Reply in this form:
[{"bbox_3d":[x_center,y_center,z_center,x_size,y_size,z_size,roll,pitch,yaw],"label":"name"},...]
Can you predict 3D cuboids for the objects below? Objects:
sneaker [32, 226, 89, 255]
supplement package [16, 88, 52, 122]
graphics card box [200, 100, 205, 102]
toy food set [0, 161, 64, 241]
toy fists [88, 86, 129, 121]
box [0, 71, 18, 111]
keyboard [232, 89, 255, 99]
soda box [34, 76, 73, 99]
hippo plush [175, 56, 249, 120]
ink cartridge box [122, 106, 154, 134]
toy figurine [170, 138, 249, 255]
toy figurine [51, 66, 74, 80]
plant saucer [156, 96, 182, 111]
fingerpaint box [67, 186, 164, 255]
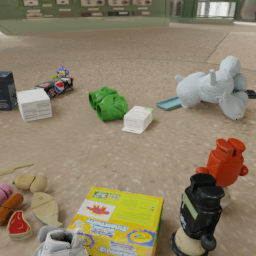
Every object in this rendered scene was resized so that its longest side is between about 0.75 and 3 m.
[{"bbox_3d":[-1.518,2.241,4.539,1.897,1.090,0.713,-11,29,-21],"label":"sneaker"},{"bbox_3d":[-3.733,-0.945,11.131,1.087,0.774,1.396,-13,30,-23],"label":"supplement package"},{"bbox_3d":[3.818,-1.597,12.635,1.410,0.359,0.885,-12,28,1],"label":"graphics card box"},{"bbox_3d":[-2.475,1.724,6.441,1.468,0.364,2.310,-13,37,-23],"label":"toy food set"},{"bbox_3d":[-0.764,-1.052,11.324,1.209,0.816,2.372,-10,27,-19],"label":"toy fists"},{"bbox_3d":[-5.292,-1.524,11.501,1.095,1.475,0.790,1,27,0],"label":"box"},{"bbox_3d":[5.040,-1.680,13.188,1.852,0.238,1.112,2,27,1],"label":"keyboard"},{"bbox_3d":[-3.440,-1.889,13.171,0.676,0.605,1.912,15,31,27],"label":"soda box"},{"bbox_3d":[3.193,-1.314,11.109,2.331,2.309,2.899,-10,17,44],"label":"hippo plush"},{"bbox_3d":[0.363,-0.324,10.258,0.799,0.459,1.364,11,29,20],"label":"ink cartridge box"},{"bbox_3d":[2.288,1.625,5.222,2.526,1.785,2.566,20,31,23],"label":"toy figurine"},{"bbox_3d":[-3.534,-2.997,15.160,1.294,0.775,0.682,12,29,20],"label":"toy figurine"},{"bbox_3d":[2.103,-1.123,12.155,1.942,0.184,0.679,-20,33,-35],"label":"plant saucer"},{"bbox_3d":[-0.182,1.936,5.678,1.630,0.598,1.360,6,27,13],"label":"fingerpaint box"}]
